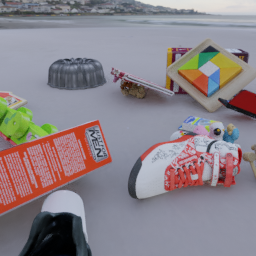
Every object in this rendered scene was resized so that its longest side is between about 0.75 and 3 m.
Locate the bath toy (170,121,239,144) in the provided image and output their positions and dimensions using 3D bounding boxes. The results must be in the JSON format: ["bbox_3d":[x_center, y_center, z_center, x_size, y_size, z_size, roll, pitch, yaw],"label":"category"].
[{"bbox_3d":[1.682,0.204,6.242,1.458,0.634,0.539,-6,8,-8],"label":"bath toy"}]

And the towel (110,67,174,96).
[{"bbox_3d":[0.413,-1.633,9.902,1.776,0.280,2.465,16,12,-18],"label":"towel"}]

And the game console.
[{"bbox_3d":[3.276,-0.744,7.800,1.138,0.675,0.980,19,21,-14],"label":"game console"}]

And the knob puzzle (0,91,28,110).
[{"bbox_3d":[-4.218,-0.788,8.317,1.981,0.275,1.981,1,34,-1],"label":"knob puzzle"}]

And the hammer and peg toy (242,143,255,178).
[{"bbox_3d":[2.564,0.641,5.206,1.054,0.775,0.372,-9,2,-18],"label":"hammer and peg toy"}]

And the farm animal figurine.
[{"bbox_3d":[0.014,-1.446,10.188,1.051,0.655,1.302,11,14,-25],"label":"farm animal figurine"}]

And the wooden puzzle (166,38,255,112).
[{"bbox_3d":[2.655,-1.832,9.072,2.027,0.408,2.191,-38,63,-6],"label":"wooden puzzle"}]

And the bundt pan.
[{"bbox_3d":[-2.176,-2.402,11.887,2.539,0.953,2.539,1,24,0],"label":"bundt pan"}]

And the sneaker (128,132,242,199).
[{"bbox_3d":[1.150,0.699,4.916,1.253,0.781,2.338,16,25,38],"label":"sneaker"}]

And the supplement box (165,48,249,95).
[{"bbox_3d":[2.837,-2.142,10.499,2.804,1.547,1.201,3,24,7],"label":"supplement box"}]

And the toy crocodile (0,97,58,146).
[{"bbox_3d":[-2.526,0.013,6.450,2.908,0.898,0.982,27,-1,38],"label":"toy crocodile"}]

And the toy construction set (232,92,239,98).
[{"bbox_3d":[3.884,-1.033,9.461,0.890,0.410,0.583,-4,20,-37],"label":"toy construction set"}]

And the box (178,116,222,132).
[{"bbox_3d":[1.887,-0.064,7.379,1.003,0.239,0.612,14,26,27],"label":"box"}]

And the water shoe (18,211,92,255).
[{"bbox_3d":[-1.035,1.765,2.033,1.013,1.118,2.833,3,24,8],"label":"water shoe"}]

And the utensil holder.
[{"bbox_3d":[-0.884,1.288,3.767,0.638,0.638,0.750,-5,22,-11],"label":"utensil holder"}]

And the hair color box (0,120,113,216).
[{"bbox_3d":[-1.718,0.686,4.322,2.677,0.820,1.359,-21,4,-41],"label":"hair color box"}]
